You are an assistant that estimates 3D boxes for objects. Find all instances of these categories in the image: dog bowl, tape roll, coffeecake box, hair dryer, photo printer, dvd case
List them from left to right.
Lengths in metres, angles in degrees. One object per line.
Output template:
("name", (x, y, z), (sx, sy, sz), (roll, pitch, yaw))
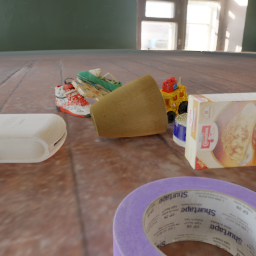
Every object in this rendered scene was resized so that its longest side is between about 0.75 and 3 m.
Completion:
("photo printer", (-3.507, 0.263, 9.074), (2.898, 1.006, 2.411), (0, 20, 1))
("hair dryer", (-2.836, -1.650, 13.970), (1.702, 1.297, 0.462), (-39, 1, 38))
("dvd case", (2.837, -1.121, 13.974), (2.182, 0.234, 2.935), (-6, 21, -16))
("dog bowl", (2.611, 0.080, 9.933), (1.964, 0.774, 1.964), (0, 20, 0))
("tape roll", (1.149, 1.936, 4.325), (2.759, 1.172, 2.759), (-1, 21, 0))
("coffeecake box", (3.098, 0.053, 8.207), (2.600, 1.996, 0.950), (-3, 19, -6))

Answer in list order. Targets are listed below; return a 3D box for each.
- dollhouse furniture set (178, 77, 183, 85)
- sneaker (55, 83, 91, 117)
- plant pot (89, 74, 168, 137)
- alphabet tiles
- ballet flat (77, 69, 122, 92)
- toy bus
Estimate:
("dollhouse furniture set", (3.204, -3.164, 19.006), (0.898, 0.596, 0.787), (10, 23, 26))
("sneaker", (-2.435, -1.330, 12.945), (2.483, 1.331, 0.829), (13, 24, 32))
("plant pot", (-0.114, -0.575, 10.171), (2.384, 2.222, 2.222), (-16, 23, -10))
("alphabet tiles", (-1.258, -1.581, 13.404), (2.841, 0.207, 2.779), (11, 26, -44))
("ballet flat", (-1.325, -2.472, 13.920), (2.383, 0.839, 0.802), (21, 19, -26))
("toy bus", (1.599, -1.177, 11.346), (1.703, 1.635, 1.155), (-31, 33, -19))
